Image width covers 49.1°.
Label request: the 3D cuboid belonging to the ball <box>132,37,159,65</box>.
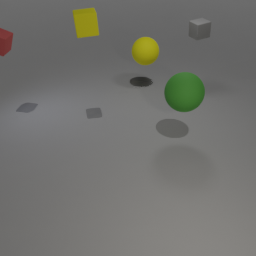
[{"bbox_3d":[0.886,-3.911,14.282,1.400,1.400,1.400,0,31,0],"label":"ball"}]

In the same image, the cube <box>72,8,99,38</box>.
[{"bbox_3d":[-1.331,-3.318,8.824,0.700,0.700,0.700,-10,36,-7],"label":"cube"}]

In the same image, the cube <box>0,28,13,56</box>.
[{"bbox_3d":[-4.637,-3.120,10.055,0.700,0.700,0.700,20,35,-9],"label":"cube"}]

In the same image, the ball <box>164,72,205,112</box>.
[{"bbox_3d":[1.983,-1.257,9.864,1.400,1.400,1.400,0,31,0],"label":"ball"}]

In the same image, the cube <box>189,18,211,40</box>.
[{"bbox_3d":[3.199,-4.422,12.502,0.700,0.700,0.700,-18,40,-14],"label":"cube"}]
